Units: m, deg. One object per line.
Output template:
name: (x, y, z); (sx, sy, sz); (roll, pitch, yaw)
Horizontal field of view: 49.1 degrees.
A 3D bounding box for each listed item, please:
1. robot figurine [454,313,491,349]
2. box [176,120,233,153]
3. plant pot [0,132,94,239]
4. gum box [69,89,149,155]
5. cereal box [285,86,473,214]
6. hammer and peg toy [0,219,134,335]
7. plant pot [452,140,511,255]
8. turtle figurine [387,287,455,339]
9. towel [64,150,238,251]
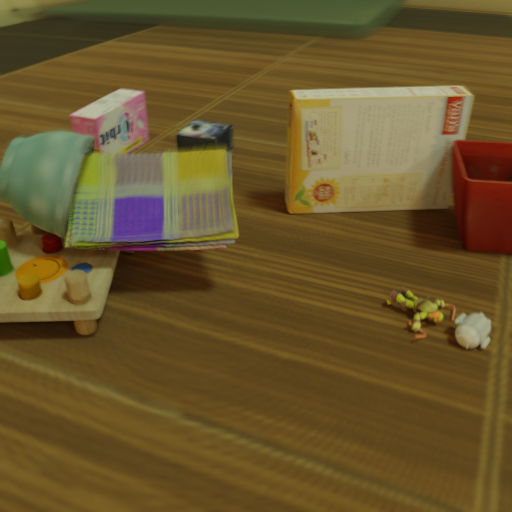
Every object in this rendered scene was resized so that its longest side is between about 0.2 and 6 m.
robot figurine: (3.120, 1.082, 8.072); (0.654, 0.370, 0.555); (-30, 65, -36)
box: (-1.232, -2.800, 13.637); (1.063, 0.655, 1.054); (11, 37, 16)
plant pot: (-3.297, -1.204, 8.724); (1.115, 1.665, 1.665); (15, 31, -13)
gum box: (-3.445, -3.110, 13.538); (0.730, 1.253, 2.207); (13, 36, 18)
cereal box: (2.275, -2.019, 10.891); (3.340, 2.403, 0.660); (-2, 34, -4)
hammer and peg toy: (-3.251, 0.016, 9.041); (2.202, 1.056, 2.994); (-1, 34, -1)
plant pot: (4.428, -0.997, 10.115); (1.769, 1.559, 1.767); (5, 34, 9)
turtle figurine: (2.459, 0.800, 8.504); (1.111, 0.358, 0.896); (-29, 43, -36)
towel: (-1.603, -0.925, 8.794); (2.609, 0.297, 1.874); (-1, 60, -3)
